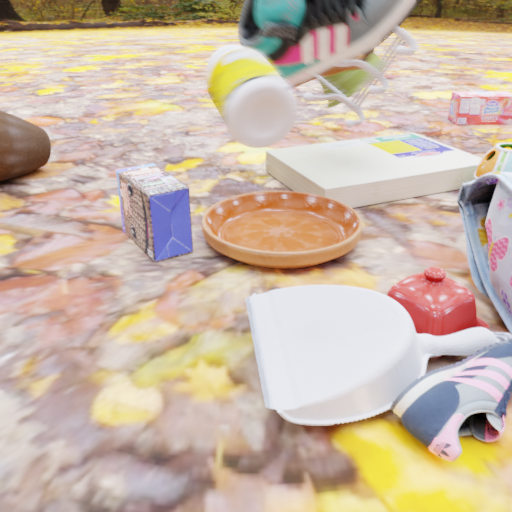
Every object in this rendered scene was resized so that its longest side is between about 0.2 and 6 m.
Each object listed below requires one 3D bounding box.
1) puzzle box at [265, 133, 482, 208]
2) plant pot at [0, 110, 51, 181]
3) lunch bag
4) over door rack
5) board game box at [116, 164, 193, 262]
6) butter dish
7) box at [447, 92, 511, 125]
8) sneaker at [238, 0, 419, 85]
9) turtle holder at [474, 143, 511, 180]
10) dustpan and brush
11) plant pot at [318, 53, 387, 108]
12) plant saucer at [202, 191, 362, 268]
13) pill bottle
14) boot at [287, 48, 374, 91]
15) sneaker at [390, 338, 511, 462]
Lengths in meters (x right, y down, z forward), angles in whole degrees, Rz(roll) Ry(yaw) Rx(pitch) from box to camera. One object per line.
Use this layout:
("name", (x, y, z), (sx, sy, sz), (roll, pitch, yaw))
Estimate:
("puzzle box", (2.567, -1.904, 12.044), (4.061, 0.516, 2.702), (-11, 28, -20))
("plant pot", (-5.434, -2.324, 11.875), (1.784, 1.784, 1.909), (19, 17, 33))
("lunch bag", (4.268, -0.025, 6.815), (2.671, 2.002, 3.149), (-4, 37, -5))
("over door rack", (1.065, -3.210, 8.379), (0.758, 1.680, 2.275), (-36, 80, -33))
("board game box", (-1.653, -0.733, 9.071), (0.685, 1.129, 1.416), (-16, 30, -28))
("butter dish", (2.137, 0.541, 6.870), (1.165, 0.861, 1.162), (-17, 32, -31))
("box", (6.647, -4.372, 16.527), (1.686, 0.865, 0.798), (-1, 27, -1))
("sneaker", (0.514, -2.377, 5.287), (1.142, 0.791, 1.891), (12, -24, -43))
("turtle holder", (4.999, -1.542, 10.713), (1.531, 1.087, 1.163), (13, 29, 24))
("dustpan and brush", (1.454, 0.970, 6.196), (2.889, 0.827, 2.016), (-12, 32, -1))
("plant pot", (1.587, -3.850, 10.884), (1.393, 1.323, 1.393), (-37, 16, 13))
("plant saucer", (0.421, -0.450, 9.319), (2.625, 0.424, 2.625), (1, 26, 0))
("pill bottle", (-0.084, -1.335, 4.539), (0.556, 0.556, 0.988), (-8, 40, -15))
("boot", (1.003, -3.119, 9.332), (1.581, 0.781, 2.036), (10, 42, 25))
("sneaker", (2.251, 1.426, 5.566), (1.914, 0.672, 0.785), (-17, 50, -27))
